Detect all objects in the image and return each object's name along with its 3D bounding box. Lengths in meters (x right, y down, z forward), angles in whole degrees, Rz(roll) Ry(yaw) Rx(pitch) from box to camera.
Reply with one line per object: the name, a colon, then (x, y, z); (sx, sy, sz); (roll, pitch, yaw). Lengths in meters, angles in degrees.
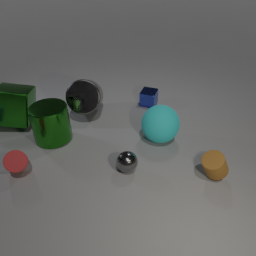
cylinder: (2.671, 1.141, 8.591); (0.700, 0.700, 0.700); (-17, 46, 18)
cube: (0.960, -1.405, 12.903); (0.700, 0.700, 0.700); (12, 39, 18)
cube: (-4.558, -0.923, 11.208); (1.400, 1.400, 1.400); (5, 22, -6)
cylinder: (-1.795, -1.334, 11.810); (1.400, 1.400, 1.400); (0, 9, 0)
ball: (-0.032, 1.089, 9.039); (0.700, 0.700, 0.700); (0, 33, 0)
cylinder: (-2.857, -0.183, 10.357); (1.400, 1.400, 1.400); (-1, 35, 1)
ball: (1.193, -0.150, 10.304); (1.400, 1.400, 1.400); (0, 33, 0)
cylinder: (-3.550, 1.062, 8.890); (0.700, 0.700, 0.700); (-12, -4, -18)
